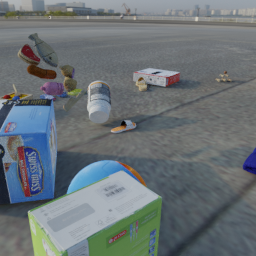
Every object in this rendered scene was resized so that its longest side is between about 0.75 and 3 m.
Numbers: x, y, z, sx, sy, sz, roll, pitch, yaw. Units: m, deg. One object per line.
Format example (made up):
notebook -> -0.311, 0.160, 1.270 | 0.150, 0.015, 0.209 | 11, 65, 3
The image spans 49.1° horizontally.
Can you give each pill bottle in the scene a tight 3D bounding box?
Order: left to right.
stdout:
pill bottle -> -0.935, -0.842, 9.079 | 0.760, 0.760, 1.307 | -2, 53, -4

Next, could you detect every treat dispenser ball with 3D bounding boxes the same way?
treat dispenser ball -> -0.315, 1.184, 4.460 | 1.333, 1.333, 1.333 | 0, 24, 0

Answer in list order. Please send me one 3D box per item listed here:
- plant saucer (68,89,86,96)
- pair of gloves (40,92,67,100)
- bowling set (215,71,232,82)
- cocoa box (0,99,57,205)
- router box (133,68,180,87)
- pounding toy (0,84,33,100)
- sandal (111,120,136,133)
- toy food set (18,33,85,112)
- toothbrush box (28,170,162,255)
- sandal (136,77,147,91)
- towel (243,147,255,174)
plant saucer -> -2.208, -1.558, 12.043 | 0.758, 0.118, 0.758 | -1, 24, 0
pair of gloves -> -3.060, -1.336, 11.553 | 0.848, 0.120, 1.055 | 21, 33, 35
bowling set -> 4.774, -2.568, 13.831 | 0.776, 0.540, 0.417 | 0, 22, -9
cocoa box -> -2.317, 0.368, 5.999 | 1.459, 1.483, 2.224 | -3, 23, -11
router box -> 1.406, -2.501, 13.677 | 1.765, 0.431, 1.584 | 15, 26, 29
pounding toy -> -3.986, -1.007, 9.978 | 1.024, 0.791, 1.113 | 9, 26, 18
sandal -> -0.115, -0.079, 8.551 | 0.908, 0.260, 0.348 | -19, 30, -36
toy food set -> -1.928, -1.435, 7.026 | 0.315, 1.999, 1.271 | -29, 20, 44
toothbrush box -> -0.327, 1.525, 3.202 | 1.230, 1.689, 0.727 | -19, 30, -36
sandal -> 0.647, -2.102, 12.826 | 0.516, 0.463, 1.407 | -2, 24, -3
towel -> 3.391, 0.792, 6.590 | 1.001, 0.336, 1.355 | 11, 25, 38
